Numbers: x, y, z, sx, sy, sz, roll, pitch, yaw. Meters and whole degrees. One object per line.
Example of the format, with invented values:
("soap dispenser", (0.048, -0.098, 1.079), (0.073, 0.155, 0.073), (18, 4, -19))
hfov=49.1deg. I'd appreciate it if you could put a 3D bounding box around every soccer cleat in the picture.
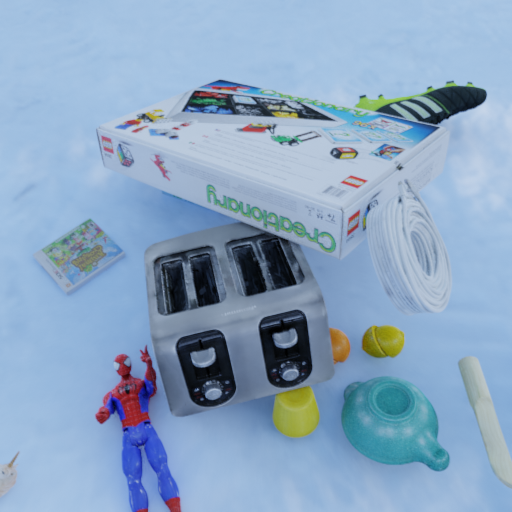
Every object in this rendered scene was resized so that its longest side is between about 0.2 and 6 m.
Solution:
("soccer cleat", (3.208, -2.725, 11.093), (2.720, 0.918, 1.103), (-9, 82, 3))

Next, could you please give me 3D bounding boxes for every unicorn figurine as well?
("unicorn figurine", (-3.738, 3.164, 7.236), (1.011, 0.544, 1.472), (14, 70, -2))

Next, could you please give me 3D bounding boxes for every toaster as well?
("toaster", (-0.295, 0.724, 7.992), (2.309, 1.515, 2.553), (-12, 38, -5))

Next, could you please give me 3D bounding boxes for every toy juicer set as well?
("toy juicer set", (1.967, 1.966, 7.875), (3.185, 0.867, 2.026), (11, 45, 19))

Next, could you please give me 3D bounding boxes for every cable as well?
("cable", (1.915, -0.006, 6.988), (0.525, 1.517, 1.517), (-19, 34, 36))

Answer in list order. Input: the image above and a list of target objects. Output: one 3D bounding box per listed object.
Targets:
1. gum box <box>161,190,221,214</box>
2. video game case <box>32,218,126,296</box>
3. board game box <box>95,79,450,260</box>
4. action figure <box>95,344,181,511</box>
("gum box", (-0.883, -1.473, 10.567), (1.426, 0.318, 1.212), (19, 58, 14))
("video game case", (-3.049, -0.012, 9.657), (1.193, 0.132, 1.086), (-38, 63, -24))
("board game box", (0.168, -1.773, 9.303), (4.966, 0.859, 3.135), (23, 42, 33))
("action figure", (-1.558, 2.333, 7.328), (0.892, 1.353, 2.734), (-16, 54, -12))
